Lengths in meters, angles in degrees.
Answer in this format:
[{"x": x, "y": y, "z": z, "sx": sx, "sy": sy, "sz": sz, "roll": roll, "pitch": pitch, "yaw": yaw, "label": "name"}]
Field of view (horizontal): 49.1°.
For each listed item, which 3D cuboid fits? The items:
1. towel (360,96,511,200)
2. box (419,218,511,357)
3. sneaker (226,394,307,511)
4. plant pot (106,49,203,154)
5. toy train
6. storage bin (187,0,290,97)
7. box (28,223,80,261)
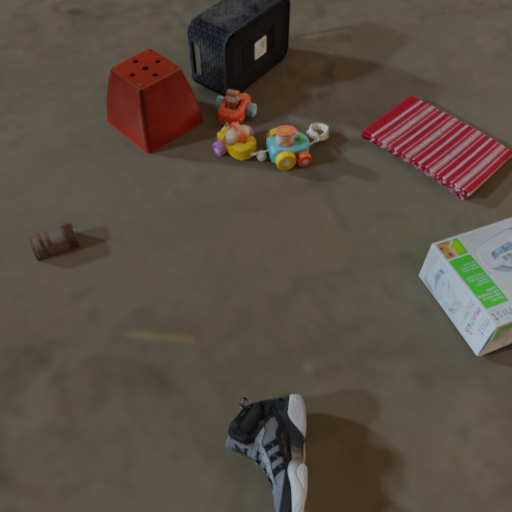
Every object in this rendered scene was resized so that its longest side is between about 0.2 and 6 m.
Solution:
[{"x": 3.780, "y": -2.366, "z": 11.824, "sx": 2.686, "sy": 0.302, "sz": 1.942, "roll": 39, "pitch": 60, "yaw": 24, "label": "towel"}, {"x": 4.091, "y": 0.445, "z": 9.252, "sx": 2.007, "sy": 0.970, "sz": 1.771, "roll": -16, "pitch": 52, "yaw": -13, "label": "box"}, {"x": 0.125, "y": 2.789, "z": 7.615, "sx": 1.102, "sy": 0.731, "sz": 1.936, "roll": 2, "pitch": 47, "yaw": 2, "label": "sneaker"}, {"x": -2.247, "y": -3.406, "z": 11.933, "sx": 1.574, "sy": 1.388, "sz": 1.575, "roll": -38, "pitch": 62, "yaw": -25, "label": "plant pot"}, {"x": 0.137, "y": -2.827, "z": 11.856, "sx": 2.666, "sy": 0.741, "sz": 2.003, "roll": 19, "pitch": 56, "yaw": 16, "label": "toy train"}, {"x": -0.352, "y": -4.989, "z": 12.992, "sx": 1.131, "sy": 1.631, "sz": 2.413, "roll": 32, "pitch": 59, "yaw": 23, "label": "storage bin"}, {"x": -3.677, "y": -0.256, "z": 10.205, "sx": 0.796, "sy": 0.298, "sz": 0.399, "roll": -21, "pitch": 55, "yaw": -14, "label": "box"}]
